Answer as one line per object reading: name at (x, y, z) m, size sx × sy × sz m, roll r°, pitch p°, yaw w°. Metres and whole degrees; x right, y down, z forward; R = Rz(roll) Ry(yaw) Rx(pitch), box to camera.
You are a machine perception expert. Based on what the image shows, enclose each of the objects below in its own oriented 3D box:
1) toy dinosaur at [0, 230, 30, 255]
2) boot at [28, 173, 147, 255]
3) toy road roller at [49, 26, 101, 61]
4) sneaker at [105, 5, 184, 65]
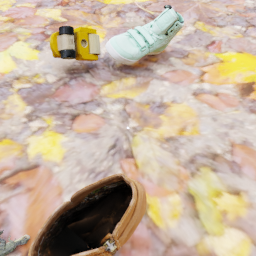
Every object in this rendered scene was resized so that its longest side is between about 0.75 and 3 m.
toy dinosaur at (-2.334, 2.172, 5.075) m, size 1.046 × 0.248 × 0.461 m, roll -33°, pitch 61°, yaw -25°
boot at (-0.752, 1.695, 3.508) m, size 2.718 × 2.110 × 1.042 m, roll -40°, pitch 75°, yaw -11°
toy road roller at (-1.748, -2.627, 8.914) m, size 1.573 × 0.967 × 1.148 m, roll -10°, pitch 10°, yaw -44°
sneaker at (0.609, -3.021, 8.708) m, size 2.926 × 1.726 × 1.077 m, roll -30°, pitch 79°, yaw -45°
